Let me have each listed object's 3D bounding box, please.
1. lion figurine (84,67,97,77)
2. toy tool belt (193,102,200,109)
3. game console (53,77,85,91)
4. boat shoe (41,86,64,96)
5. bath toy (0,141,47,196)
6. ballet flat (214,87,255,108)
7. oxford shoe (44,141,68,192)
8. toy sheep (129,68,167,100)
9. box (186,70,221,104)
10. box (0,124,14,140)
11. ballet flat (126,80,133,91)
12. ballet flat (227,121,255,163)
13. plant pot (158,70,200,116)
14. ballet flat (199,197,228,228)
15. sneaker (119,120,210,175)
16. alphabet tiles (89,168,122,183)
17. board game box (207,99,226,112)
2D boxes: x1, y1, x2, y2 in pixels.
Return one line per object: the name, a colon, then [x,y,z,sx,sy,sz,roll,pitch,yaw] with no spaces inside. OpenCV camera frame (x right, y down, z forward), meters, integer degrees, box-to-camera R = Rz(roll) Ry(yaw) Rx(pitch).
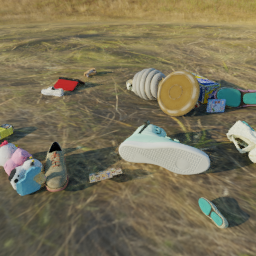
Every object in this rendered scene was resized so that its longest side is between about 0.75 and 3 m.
lion figurine: [-2.533,-3.648,18.357,0.779,0.461,1.273,9,31,45]
toy tool belt: [2.935,-1.054,13.267,0.556,0.565,0.904,-40,34,-7]
game console: [-3.425,-2.489,16.411,1.398,0.830,1.205,12,-2,22]
boat shoe: [-4.093,-2.034,15.132,1.334,0.466,0.473,11,29,20]
bath toy: [-3.334,1.068,8.586,1.014,0.862,2.332,-20,32,-34]
ballet flat: [5.368,-1.481,13.712,2.878,0.995,1.024,-1,8,-12]
oxford shoe: [-2.249,1.133,8.542,0.719,0.763,2.040,-8,28,-15]
toy sheep: [1.115,-2.221,14.247,2.578,1.778,1.778,9,26,39]
box: [3.577,-2.276,15.087,1.021,0.937,2.913,-11,29,-23]
box: [-5.062,0.249,10.768,0.495,0.330,1.316,14,30,26]
ballet flat: [0.361,-2.252,15.564,1.608,0.546,0.606,25,47,34]
ballet flat: [4.346,0.694,9.535,1.015,1.015,2.829,-6,25,-12]
plant pot: [2.181,-1.592,12.567,2.117,2.117,0.291,23,6,38]
ballet flat: [2.175,2.151,7.104,0.350,0.350,1.008,-9,30,-17]
sneaker: [1.353,0.505,9.333,2.932,1.079,1.730,10,34,23]
alphabet tiles: [-0.670,1.389,8.391,0.976,0.037,0.816,-13,9,-8]
board game box: [4.090,-1.030,13.000,0.798,0.604,0.146,-1,27,-2]
